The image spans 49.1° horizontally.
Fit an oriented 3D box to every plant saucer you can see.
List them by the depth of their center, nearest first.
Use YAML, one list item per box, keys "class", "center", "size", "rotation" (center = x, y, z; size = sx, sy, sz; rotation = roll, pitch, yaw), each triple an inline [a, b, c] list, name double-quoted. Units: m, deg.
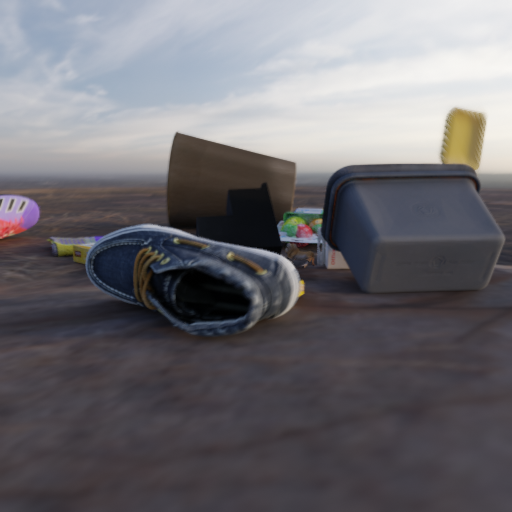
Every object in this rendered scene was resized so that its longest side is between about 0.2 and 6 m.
- class: "plant saucer"
  center: [3.316, -1.892, 9.079]
  size: [0.935, 0.935, 0.227]
  rotation: [-3, 14, -37]

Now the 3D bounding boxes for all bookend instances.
- class: "bookend"
  center: [-0.418, -0.457, 9.260]
  size: [1.427, 0.657, 1.418]
  rotation: [-4, 53, -11]

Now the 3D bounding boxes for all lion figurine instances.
- class: "lion figurine"
  center: [0.791, -0.005, 9.789]
  size: [0.691, 0.250, 0.423]
  rotation: [16, 42, 27]

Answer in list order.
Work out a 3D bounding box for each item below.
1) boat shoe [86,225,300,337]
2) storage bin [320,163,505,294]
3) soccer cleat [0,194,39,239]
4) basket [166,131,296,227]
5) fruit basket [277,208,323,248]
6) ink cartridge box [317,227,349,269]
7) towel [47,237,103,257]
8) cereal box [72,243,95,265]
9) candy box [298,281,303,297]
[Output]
- class: "boat shoe"
  center: [-1.027, 0.221, 6.382]
  size: [2.878, 1.018, 1.306]
  rotation: [5, 8, 23]
- class: "storage bin"
  center: [2.281, -0.225, 8.229]
  size: [2.375, 1.729, 1.595]
  rotation: [-1, 37, -6]
- class: "soccer cleat"
  center: [-6.087, -0.682, 12.578]
  size: [1.231, 1.147, 3.364]
  rotation: [24, 17, 22]
- class: "basket"
  center: [-0.645, -1.897, 15.595]
  size: [3.327, 2.999, 2.262]
  rotation: [6, 53, -1]
- class: "fruit basket"
  center: [1.078, -0.583, 12.367]
  size: [1.527, 0.773, 1.649]
  rotation: [3, 13, 17]
- class: "ink cartridge box"
  center: [1.638, -0.188, 9.864]
  size: [1.161, 0.746, 0.727]
  rotation: [1, 9, 0]
- class: "towel"
  center: [-3.218, -0.263, 11.909]
  size: [2.281, 0.260, 1.638]
  rotation: [-4, 9, -21]
- class: "cereal box"
  center: [-2.324, -0.078, 10.452]
  size: [1.748, 0.346, 1.258]
  rotation: [-9, 13, -44]
- class: "candy box"
  center: [-0.414, 0.441, 7.483]
  size: [1.888, 0.249, 0.965]
  rotation: [5, 14, 23]
